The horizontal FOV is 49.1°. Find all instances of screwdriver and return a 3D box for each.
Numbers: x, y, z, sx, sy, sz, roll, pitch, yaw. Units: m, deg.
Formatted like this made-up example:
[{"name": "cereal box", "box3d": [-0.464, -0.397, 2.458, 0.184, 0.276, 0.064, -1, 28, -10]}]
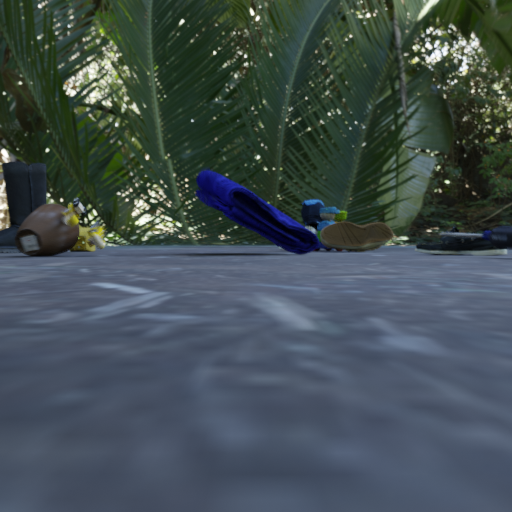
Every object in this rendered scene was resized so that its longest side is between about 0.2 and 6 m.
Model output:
[{"name": "screwdriver", "box3d": [3.886, -0.396, 9.855, 0.377, 0.393, 2.699, -29, 13, -7]}]

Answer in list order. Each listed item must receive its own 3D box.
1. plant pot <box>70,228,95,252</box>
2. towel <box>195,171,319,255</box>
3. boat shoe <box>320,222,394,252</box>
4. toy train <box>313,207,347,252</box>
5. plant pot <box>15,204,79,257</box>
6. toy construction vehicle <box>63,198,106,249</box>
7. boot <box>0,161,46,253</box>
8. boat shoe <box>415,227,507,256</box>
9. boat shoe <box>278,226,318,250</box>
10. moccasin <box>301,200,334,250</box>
[{"name": "plant pot", "box3d": [-4.839, -0.403, 15.449, 0.670, 0.675, 0.690, 0, 10, -7]}, {"name": "towel", "box3d": [-0.149, -0.945, 12.439, 2.284, 0.766, 3.093, 32, 3, -23]}, {"name": "boat shoe", "box3d": [2.637, -0.414, 15.115, 2.315, 0.835, 0.752, -6, -32, -31]}, {"name": "toy train", "box3d": [2.528, -0.774, 16.800, 0.935, 1.278, 2.209, 2, 2, 35]}, {"name": "plant pot", "box3d": [-3.882, -0.373, 10.168, 0.978, 0.978, 1.046, 0, 16, 5]}, {"name": "toy construction vehicle", "box3d": [-3.161, -0.519, 10.304, 0.383, 0.947, 1.088, -32, 29, -3]}, {"name": "boot", "box3d": [-6.095, -1.216, 13.928, 0.752, 2.290, 1.888, 1, 2, 35]}, {"name": "boat shoe", "box3d": [4.129, -0.305, 11.390, 1.778, 0.590, 0.665, 1, 2, 37]}, {"name": "boat shoe", "box3d": [1.357, -0.467, 17.359, 0.590, 0.705, 1.974, 22, -16, -26]}, {"name": "moccasin", "box3d": [1.933, -0.739, 17.735, 1.103, 0.935, 2.742, -8, -28, 24]}]
